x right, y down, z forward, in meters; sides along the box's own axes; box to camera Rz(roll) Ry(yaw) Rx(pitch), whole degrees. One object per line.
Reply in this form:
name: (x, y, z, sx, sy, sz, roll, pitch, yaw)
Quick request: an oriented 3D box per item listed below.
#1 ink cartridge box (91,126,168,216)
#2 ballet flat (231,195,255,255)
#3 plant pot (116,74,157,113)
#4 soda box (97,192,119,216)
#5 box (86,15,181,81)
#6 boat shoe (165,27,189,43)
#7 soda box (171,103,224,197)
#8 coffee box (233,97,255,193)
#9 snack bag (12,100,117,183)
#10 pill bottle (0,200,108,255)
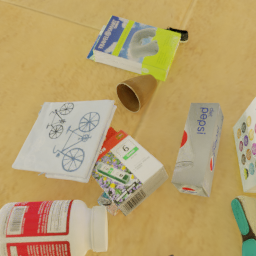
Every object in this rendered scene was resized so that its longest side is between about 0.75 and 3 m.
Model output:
ink cartridge box: (-0.354, 0.855, 7.444, 1.436, 0.664, 2.636, -40, 49, -11)
ballet flat: (3.202, 2.760, 7.041, 0.744, 0.744, 2.143, -2, 63, -1)
plant pot: (0.385, -1.222, 8.931, 1.134, 1.057, 1.057, -37, 68, -27)
soda box: (-0.089, 1.526, 7.719, 0.584, 0.543, 1.709, 33, 67, 15)
box: (0.175, -2.885, 9.883, 2.968, 0.707, 1.810, 18, 65, 9)
boat shoe: (1.585, -3.513, 10.345, 1.351, 0.448, 0.505, 17, 64, 8)
soda box: (2.009, 0.546, 7.881, 0.878, 0.816, 2.572, 4, 62, 31)
coffee box: (4.295, 0.466, 7.372, 2.120, 2.097, 2.117, 3, 62, -1)
snack bag: (-1.848, 0.262, 8.001, 2.686, 0.288, 2.533, 1, 56, 25)
pill bottle: (-1.751, 2.467, 6.767, 2.476, 1.390, 1.390, -2, 63, -1)
